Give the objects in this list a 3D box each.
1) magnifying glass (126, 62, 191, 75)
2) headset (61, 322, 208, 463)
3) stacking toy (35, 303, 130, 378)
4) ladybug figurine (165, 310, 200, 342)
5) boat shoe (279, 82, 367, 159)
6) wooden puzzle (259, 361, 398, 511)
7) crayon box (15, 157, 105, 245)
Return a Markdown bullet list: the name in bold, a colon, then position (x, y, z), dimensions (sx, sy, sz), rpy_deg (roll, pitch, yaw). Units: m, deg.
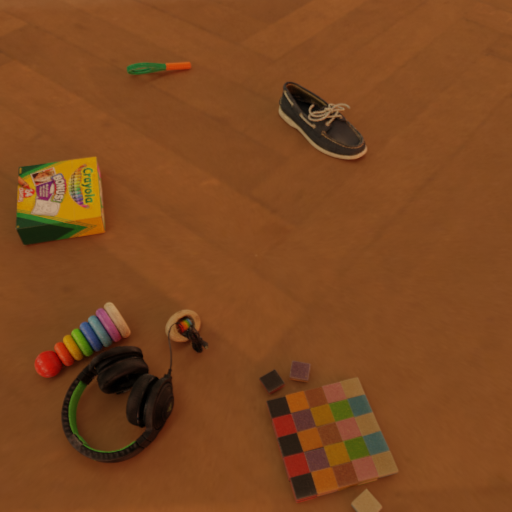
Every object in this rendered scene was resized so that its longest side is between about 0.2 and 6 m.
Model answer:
- **magnifying glass**: position (-2.318, -4.486, 13.354), dimensions (1.523, 0.171, 0.606), rpy_deg (-13, 6, -19)
- **headset**: position (-1.641, 1.866, 7.946), dimensions (1.394, 1.061, 2.258), rpy_deg (39, 75, 23)
- **stacking toy**: position (-2.656, 1.313, 8.439), dimensions (1.425, 0.608, 0.608), rpy_deg (-32, 57, -17)
- **ladybug figurine**: position (-1.148, 1.091, 8.680), dimensions (0.681, 0.245, 0.462), rpy_deg (-24, 90, -47)
- **boat shoe**: position (1.390, -2.895, 11.784), dimensions (0.899, 0.742, 2.401), rpy_deg (-28, 55, -21)
- **wooden puzzle**: position (0.992, 2.458, 7.685), dimensions (1.409, 0.167, 2.375), rpy_deg (-12, 51, -10)
- **crayon box**: position (-3.623, -1.063, 10.412), dimensions (1.460, 0.493, 1.692), rpy_deg (-11, 51, -9)
